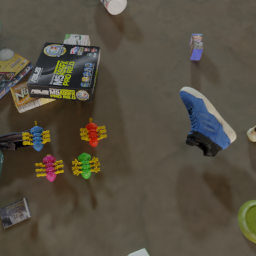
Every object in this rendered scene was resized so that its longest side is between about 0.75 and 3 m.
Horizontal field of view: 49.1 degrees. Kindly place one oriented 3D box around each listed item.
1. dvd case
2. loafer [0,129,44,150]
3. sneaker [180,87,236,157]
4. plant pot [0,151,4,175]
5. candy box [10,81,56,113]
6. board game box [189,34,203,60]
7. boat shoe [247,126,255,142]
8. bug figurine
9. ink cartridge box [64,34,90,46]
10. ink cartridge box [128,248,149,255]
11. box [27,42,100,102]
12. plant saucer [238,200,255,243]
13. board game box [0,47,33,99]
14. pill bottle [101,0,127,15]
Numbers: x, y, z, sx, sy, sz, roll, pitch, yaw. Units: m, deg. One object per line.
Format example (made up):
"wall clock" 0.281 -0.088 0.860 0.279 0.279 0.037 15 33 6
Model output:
"dvd case" -3.771 2.830 9.369 0.928 0.074 0.690 -22 65 -11
"loafer" -4.025 0.520 10.222 1.954 0.702 0.615 -14 68 -10
"sneaker" 2.405 -0.142 9.776 1.422 0.981 2.556 -41 88 -8
"plant pot" -5.541 1.259 8.891 2.600 2.545 2.552 1 63 -8
"candy box" -3.711 -1.423 11.284 1.764 0.488 1.018 -23 65 -11
"board game box" 2.976 -3.540 12.241 0.427 0.702 0.881 3 62 1
"boat shoe" 5.438 0.046 10.475 1.881 0.611 0.679 -10 64 -5
"bug figurine" -2.191 0.749 9.971 2.874 0.739 2.228 -3 70 -12
"ink cartridge box" -2.277 -3.742 12.490 1.050 0.443 0.767 4 63 2
"ink cartridge box" 0.383 4.205 7.268 0.597 2.488 1.811 -39 65 8
"box" -2.413 -2.293 11.124 2.362 0.653 2.948 5 47 -2
"plant saucer" 4.349 3.056 9.176 1.421 0.221 1.421 0 63 -1
"board game box" -5.380 -2.260 11.765 1.545 0.395 2.281 31 67 15
"pill bottle" -0.866 -6.407 13.526 1.001 1.001 1.673 -25 66 -12
